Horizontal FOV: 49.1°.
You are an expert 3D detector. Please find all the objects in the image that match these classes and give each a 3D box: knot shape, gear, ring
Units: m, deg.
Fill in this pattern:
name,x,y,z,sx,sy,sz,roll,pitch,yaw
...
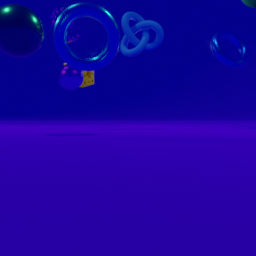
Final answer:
name,x,y,z,sx,sy,sz,roll,pitch,yaw
knot shape,0.341,-3.432,10.657,1.736,1.625,0.802,35,3,0
gear,-2.253,-3.705,10.095,0.224,1.214,1.214,-16,-8,35
ring,3.194,-2.493,8.764,1.395,1.395,0.279,-1,-23,-22
ring,-1.040,-2.283,7.123,1.697,1.697,0.339,0,27,-7

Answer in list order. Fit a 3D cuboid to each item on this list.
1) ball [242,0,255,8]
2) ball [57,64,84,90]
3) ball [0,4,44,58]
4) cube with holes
name,x,y,z,sx,sy,sz,roll,pitch,yaw
ball,3.373,-3.623,7.170,1.007,1.007,1.007,0,2,0
ball,-1.992,-1.765,9.709,0.891,0.891,0.891,0,2,0
ball,-1.769,-1.549,4.491,0.814,0.814,0.814,0,2,0
cube with holes,-2.052,-2.280,11.834,0.904,0.904,0.904,10,20,22
